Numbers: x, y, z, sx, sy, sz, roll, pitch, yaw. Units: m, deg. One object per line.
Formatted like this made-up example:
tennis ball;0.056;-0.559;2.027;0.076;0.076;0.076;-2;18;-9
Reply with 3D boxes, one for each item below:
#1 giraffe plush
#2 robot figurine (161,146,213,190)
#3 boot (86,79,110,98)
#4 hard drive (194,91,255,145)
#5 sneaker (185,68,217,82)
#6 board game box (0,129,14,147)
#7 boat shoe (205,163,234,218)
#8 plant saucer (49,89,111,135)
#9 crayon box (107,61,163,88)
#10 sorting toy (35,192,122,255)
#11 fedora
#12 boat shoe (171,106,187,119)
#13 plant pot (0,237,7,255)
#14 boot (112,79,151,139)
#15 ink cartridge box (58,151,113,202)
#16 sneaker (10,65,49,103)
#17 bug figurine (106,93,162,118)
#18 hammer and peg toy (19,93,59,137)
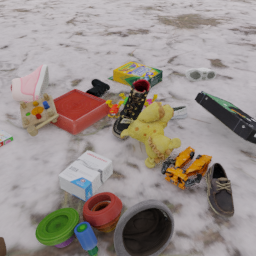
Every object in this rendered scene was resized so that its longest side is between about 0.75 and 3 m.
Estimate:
giraffe plush;0.941;0.310;9.397;2.103;1.814;1.705;-13;57;-40
robot figurine;1.852;1.261;8.794;1.287;0.517;1.775;26;42;32
boot;-1.591;-1.877;13.419;1.258;0.465;1.031;25;47;32
hard drive;4.001;-0.324;10.333;2.027;0.549;2.901;14;25;-34
sneaker;3.729;-2.865;14.761;1.680;0.655;0.835;1;27;-14
board game box;-4.805;0.446;10.256;0.700;0.184;0.915;26;42;32
boat shoe;2.606;1.701;8.023;0.673;0.662;1.806;-1;35;-1
plant saucer;-2.251;-0.875;11.938;2.520;0.462;2.515;23;41;30
crayon box;0.342;-2.765;14.497;2.471;0.637;1.553;22;41;30
sorting toy;-1.065;2.489;6.904;2.189;0.899;1.315;-22;24;-10
fedora;0.287;2.388;6.717;1.644;1.454;0.742;-25;12;-22
boat shoe;1.675;-0.668;11.550;1.595;0.533;0.587;-10;36;-12
plant pot;-3.293;2.839;6.369;0.907;0.848;0.848;-7;32;-37
boot;0.156;-0.761;10.612;0.812;1.672;2.220;27;40;9
ink cartridge box;-1.248;1.410;8.516;1.001;0.577;1.379;20;39;26
sneaker;-4.644;-2.189;13.237;1.523;1.097;2.914;3;39;-5
bug figurine;0.329;-0.940;11.875;2.335;0.601;1.811;4;28;16
hammer and peg toy;-3.407;-0.453;10.891;1.421;0.681;1.932;-21;49;-9
